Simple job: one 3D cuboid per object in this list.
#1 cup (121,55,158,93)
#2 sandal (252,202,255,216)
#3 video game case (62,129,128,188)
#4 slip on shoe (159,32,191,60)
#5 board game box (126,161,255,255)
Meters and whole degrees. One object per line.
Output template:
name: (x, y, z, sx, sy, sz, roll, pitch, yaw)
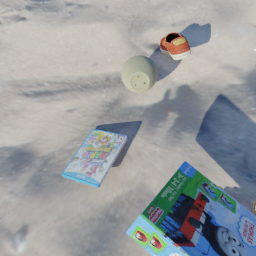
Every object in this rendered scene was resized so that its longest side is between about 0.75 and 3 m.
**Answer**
cup: (0.288, -1.245, 6.903, 0.943, 0.943, 0.675, 1, 27, 1)
sandal: (2.614, 1.650, 5.615, 0.362, 0.988, 0.325, -8, 19, -14)
video game case: (-0.749, 0.638, 6.434, 1.011, 0.126, 1.413, 11, 52, 28)
slip on shoe: (1.308, -2.449, 7.999, 0.721, 0.596, 1.947, -18, 25, 4)
board game box: (1.598, 1.889, 4.381, 2.787, 0.510, 2.108, 39, 28, 13)
